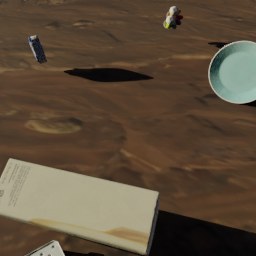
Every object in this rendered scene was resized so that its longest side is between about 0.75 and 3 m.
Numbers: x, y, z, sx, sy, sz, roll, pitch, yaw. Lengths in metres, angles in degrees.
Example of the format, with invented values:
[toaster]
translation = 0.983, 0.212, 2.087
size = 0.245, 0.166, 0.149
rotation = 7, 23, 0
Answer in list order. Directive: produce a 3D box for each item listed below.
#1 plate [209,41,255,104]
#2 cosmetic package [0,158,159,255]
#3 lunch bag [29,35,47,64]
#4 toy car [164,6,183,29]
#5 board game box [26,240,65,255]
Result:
[plate]
translation = 3.225, -1.581, 8.026
size = 1.761, 1.761, 0.225
rotation = 22, 26, 21
[cosmetic package]
translation = -0.830, 1.437, 5.001
size = 2.674, 1.407, 0.951
rotation = 10, 66, 12
[lunch bag]
translation = -2.915, -2.513, 9.109
size = 0.336, 0.890, 0.713
rotation = -19, 8, -9
[toy car]
translation = 1.717, -4.030, 10.377
size = 0.602, 0.703, 0.803
rotation = 20, 90, -6
[board game box]
translation = -1.630, 3.136, 4.191
size = 2.114, 0.274, 2.114
rotation = -24, 50, -23
